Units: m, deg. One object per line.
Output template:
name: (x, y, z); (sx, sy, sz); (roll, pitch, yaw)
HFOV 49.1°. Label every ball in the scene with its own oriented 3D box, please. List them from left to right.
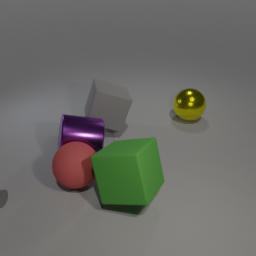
ball: (-1.572, 1.114, 8.454); (1.400, 1.400, 1.400); (0, 32, 0)
ball: (2.632, -0.996, 11.981); (1.400, 1.400, 1.400); (0, 32, 0)

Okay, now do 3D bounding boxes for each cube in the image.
cube: (-0.804, -0.902, 10.846); (1.400, 1.400, 1.400); (13, 24, -18)
cube: (0.039, 1.162, 7.731); (1.400, 1.400, 1.400); (-6, 13, 27)

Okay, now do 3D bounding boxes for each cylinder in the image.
cylinder: (-1.633, 0.291, 9.634); (1.400, 1.400, 1.400); (6, 29, -17)
